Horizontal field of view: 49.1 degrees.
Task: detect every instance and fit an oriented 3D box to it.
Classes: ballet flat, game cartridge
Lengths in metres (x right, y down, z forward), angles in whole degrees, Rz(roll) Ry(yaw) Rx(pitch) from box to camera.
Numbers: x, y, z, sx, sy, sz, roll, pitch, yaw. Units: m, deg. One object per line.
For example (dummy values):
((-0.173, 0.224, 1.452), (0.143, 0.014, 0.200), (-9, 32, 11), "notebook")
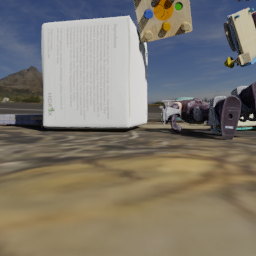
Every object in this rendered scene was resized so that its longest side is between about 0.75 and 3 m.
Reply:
((2.925, -0.289, 6.387), (2.092, 0.652, 0.705), (-1, 4, -14), "ballet flat")
((-2.711, -0.265, 8.651), (1.352, 0.400, 2.086), (6, 5, 20), "game cartridge")

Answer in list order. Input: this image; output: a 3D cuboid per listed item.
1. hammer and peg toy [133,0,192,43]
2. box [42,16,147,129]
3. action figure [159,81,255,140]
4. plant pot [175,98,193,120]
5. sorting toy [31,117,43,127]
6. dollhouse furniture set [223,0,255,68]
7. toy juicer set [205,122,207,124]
((0.651, -2.695, 5.810), (1.194, 1.623, 0.572), (-13, 26, 3), "hammer and peg toy")
((-0.629, -1.113, 6.572), (1.925, 2.247, 2.236), (1, 3, 12), "box")
((1.483, -0.265, 5.310), (1.562, 0.833, 2.401), (-8, 1, -12), "action figure")
((2.799, -0.954, 13.828), (1.353, 1.086, 1.353), (0, 4, 0), "plant pot")
((-1.976, -0.164, 7.413), (0.788, 0.276, 1.634), (1, 4, 15), "sorting toy")
((3.344, -3.231, 8.961), (2.437, 2.301, 1.590), (-34, 17, -33), "dollhouse furniture set")
((2.802, -0.211, 7.979), (1.483, 0.404, 0.943), (-3, -16, 30), "toy juicer set")
